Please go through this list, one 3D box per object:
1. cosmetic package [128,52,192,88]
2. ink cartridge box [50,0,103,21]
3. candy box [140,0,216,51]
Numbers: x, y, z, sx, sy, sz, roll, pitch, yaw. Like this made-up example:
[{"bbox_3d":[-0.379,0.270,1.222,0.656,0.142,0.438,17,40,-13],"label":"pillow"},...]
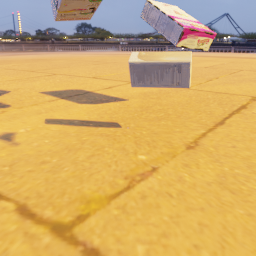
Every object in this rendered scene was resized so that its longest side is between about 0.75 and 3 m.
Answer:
[{"bbox_3d":[0.905,-1.615,7.781,1.676,0.882,0.596,4,42,11],"label":"cosmetic package"},{"bbox_3d":[-1.902,-4.816,10.375,1.547,0.897,2.137,-12,1,-23],"label":"ink cartridge box"},{"bbox_3d":[1.866,-3.957,10.763,1.740,0.778,2.552,-4,44,-35],"label":"candy box"}]
